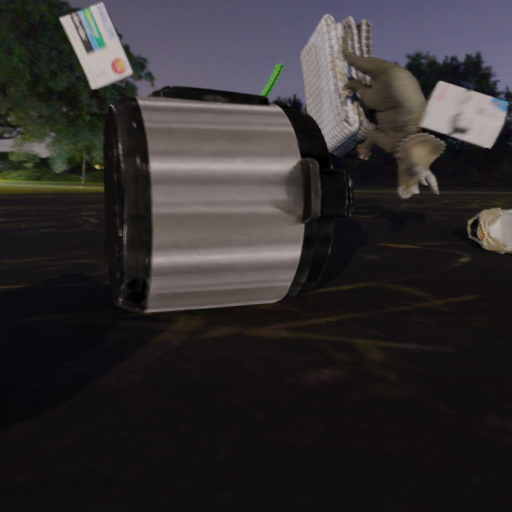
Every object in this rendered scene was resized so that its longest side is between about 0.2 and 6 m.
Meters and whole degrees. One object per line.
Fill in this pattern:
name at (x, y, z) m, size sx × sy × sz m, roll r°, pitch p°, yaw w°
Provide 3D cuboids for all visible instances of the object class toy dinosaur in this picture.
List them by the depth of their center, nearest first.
toy dinosaur at (2.041, -2.162, 8.247) m, size 0.992 × 2.578 × 1.319 m, roll -23°, pitch 13°, yaw -32°

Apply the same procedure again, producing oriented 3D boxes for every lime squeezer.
lime squeezer at (0.082, -1.881, 8.761) m, size 0.787 × 2.227 × 0.420 m, roll -3°, pitch -16°, yaw 14°

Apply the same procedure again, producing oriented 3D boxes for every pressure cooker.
pressure cooker at (-0.327, -0.580, 6.504) m, size 2.740 × 2.448 × 2.410 m, roll -2°, pitch 43°, yaw -19°

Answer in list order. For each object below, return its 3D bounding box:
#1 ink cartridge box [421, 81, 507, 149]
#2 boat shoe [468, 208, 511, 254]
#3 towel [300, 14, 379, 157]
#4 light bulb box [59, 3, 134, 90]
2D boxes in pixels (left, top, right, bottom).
ink cartridge box at (2.822, -1.922, 7.594) m, size 0.959 × 0.401 × 0.695 m, roll 22°, pitch 47°, yaw 12°
boat shoe at (4.742, -0.444, 10.771) m, size 0.897 × 0.980 × 2.622 m, roll -4°, pitch 0°, yaw 10°
towel at (1.471, -2.943, 9.892) m, size 0.888 × 2.076 × 1.719 m, roll -7°, pitch -3°, yaw -10°
light bulb box at (-2.676, -3.552, 9.611) m, size 0.758 × 1.204 × 1.215 m, roll -23°, pitch 19°, yaw -3°
